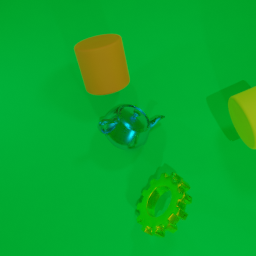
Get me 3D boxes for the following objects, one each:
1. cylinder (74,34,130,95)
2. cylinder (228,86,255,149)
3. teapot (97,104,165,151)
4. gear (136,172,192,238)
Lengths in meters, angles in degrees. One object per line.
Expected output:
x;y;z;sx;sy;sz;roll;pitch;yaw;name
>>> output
-0.641;-1.634;7.172;1.191;1.191;1.191;-9;32;6;cylinder
3.264;-0.363;6.532;1.341;1.341;1.341;-23;72;5;cylinder
0.082;-0.085;7.181;2.014;0.986;1.253;-4;53;-37;teapot
0.797;1.740;6.450;0.273;1.473;1.473;36;71;-25;gear
